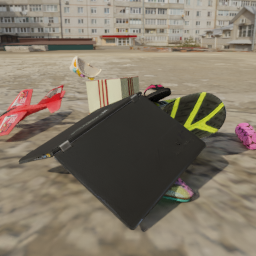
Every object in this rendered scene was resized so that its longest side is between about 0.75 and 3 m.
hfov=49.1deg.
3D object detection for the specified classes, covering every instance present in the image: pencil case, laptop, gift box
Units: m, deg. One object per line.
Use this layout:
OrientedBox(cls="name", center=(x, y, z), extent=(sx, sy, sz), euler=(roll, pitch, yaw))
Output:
OrientedBox(cls="pencil case", center=(2.660, 0.155, 6.158), extent=(0.421, 0.408, 0.900), euler=(-33, 13, 15))
OrientedBox(cls="laptop", center=(-0.279, 0.387, 4.444), extent=(2.076, 1.203, 1.944), euler=(-15, 17, 49))
OrientedBox(cls="gift box", center=(-0.245, -0.695, 7.296), extent=(1.191, 1.205, 1.291), euler=(2, 11, 34))

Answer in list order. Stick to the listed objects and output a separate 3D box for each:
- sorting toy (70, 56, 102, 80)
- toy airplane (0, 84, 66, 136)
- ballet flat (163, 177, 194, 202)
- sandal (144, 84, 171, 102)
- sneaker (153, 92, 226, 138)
OrientedBox(cls="sorting toy", center=(-1.283, -1.591, 7.818), extent=(0.815, 0.435, 0.734), euler=(23, -9, -34))
OrientedBox(cls="toy airplane", center=(-2.428, -0.495, 6.945), extent=(2.242, 0.412, 2.242), euler=(-21, 33, 15))
OrientedBox(cls="ballet flat", center=(0.152, 0.637, 4.231), extent=(1.697, 0.604, 0.587), euler=(8, 2, 24))
OrientedBox(cls="sandal", center=(0.477, -0.646, 5.193), extent=(0.463, 0.278, 1.232), euler=(-11, 0, -4))
OrientedBox(cls="sneaker", center=(0.550, -0.024, 5.556), extent=(2.718, 1.025, 1.039), euler=(-7, 1, 22))
